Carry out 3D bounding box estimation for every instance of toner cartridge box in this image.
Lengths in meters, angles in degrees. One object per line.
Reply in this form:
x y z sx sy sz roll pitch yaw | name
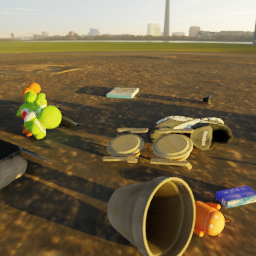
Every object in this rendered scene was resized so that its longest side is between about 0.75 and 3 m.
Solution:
2.413 1.514 6.188 0.842 0.182 0.400 -6 21 -16 | toner cartridge box

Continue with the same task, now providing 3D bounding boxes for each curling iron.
-2.744 -0.580 11.830 0.699 0.360 2.819 -12 23 -33 | curling iron

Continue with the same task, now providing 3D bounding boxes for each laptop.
-3.230 0.906 7.110 1.934 1.127 2.183 10 35 41 | laptop

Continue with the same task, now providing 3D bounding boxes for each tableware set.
0.618 0.644 8.178 2.498 0.501 1.651 0 34 18 | tableware set

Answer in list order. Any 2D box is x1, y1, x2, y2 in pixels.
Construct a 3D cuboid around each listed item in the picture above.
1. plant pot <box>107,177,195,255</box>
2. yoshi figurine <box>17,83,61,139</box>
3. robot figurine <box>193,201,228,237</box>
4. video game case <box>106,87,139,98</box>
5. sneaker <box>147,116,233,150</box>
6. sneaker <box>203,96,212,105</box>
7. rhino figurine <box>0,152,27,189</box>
0.304 1.496 4.887 1.181 1.361 1.361 -4 11 45 | plant pot
-3.146 -0.641 10.395 1.474 1.469 2.623 16 28 -33 | yoshi figurine
1.451 1.685 5.274 0.587 0.476 0.816 -13 23 -38 | robot figurine
-0.278 -2.062 16.292 1.468 0.183 2.051 3 20 12 | video game case
2.033 0.184 8.821 2.804 0.932 1.269 -2 17 -12 | sneaker
4.009 -1.381 14.240 0.441 0.381 1.006 -7 11 22 | sneaker
-3.250 1.185 6.350 1.047 0.716 2.395 2 21 18 | rhino figurine
